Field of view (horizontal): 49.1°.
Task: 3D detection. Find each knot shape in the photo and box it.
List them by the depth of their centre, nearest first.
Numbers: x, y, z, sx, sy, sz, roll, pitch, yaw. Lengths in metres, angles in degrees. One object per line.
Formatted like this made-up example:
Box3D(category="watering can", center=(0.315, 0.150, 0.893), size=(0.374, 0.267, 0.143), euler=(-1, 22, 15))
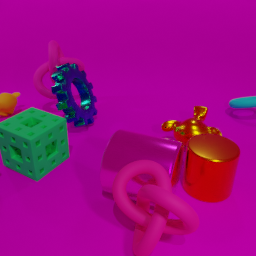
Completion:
Box3D(category="knot shape", center=(0.330, 1.218, 4.625), size=(0.717, 1.552, 1.452), euler=(-4, 58, -42))
Box3D(category="knot shape", center=(-2.318, -2.019, 9.323), size=(0.868, 1.758, 1.879), euler=(18, 42, 30))

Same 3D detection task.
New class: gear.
Box3D(category="gear", center=(-1.582, -1.000, 8.563), size=(0.358, 1.934, 1.934), euler=(-14, 23, 21))

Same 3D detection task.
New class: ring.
Box3D(category="ring", center=(4.038, -0.860, 9.269), size=(1.315, 0.263, 1.315), euler=(-8, 8, 1))

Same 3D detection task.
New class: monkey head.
Box3D(category="monkey head", center=(1.792, -0.056, 7.536), size=(1.632, 1.174, 0.983), euler=(12, 3, 28))
Box3D(category="monkey head", center=(-4.215, -0.866, 9.415), size=(0.883, 0.739, 1.227), euler=(23, 28, 14))

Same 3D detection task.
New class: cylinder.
Box3D(category="cylinder", center=(0.323, 0.814, 5.756), size=(1.369, 1.369, 1.369), euler=(12, 31, 18))
Box3D(category="cylinder", center=(1.767, 0.845, 6.055), size=(1.083, 1.083, 1.083), euler=(0, 28, 0))

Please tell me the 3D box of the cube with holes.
Box3D(category="cube with holes", center=(-2.283, 0.349, 6.837), size=(1.144, 1.144, 1.144), euler=(18, 34, 24))
